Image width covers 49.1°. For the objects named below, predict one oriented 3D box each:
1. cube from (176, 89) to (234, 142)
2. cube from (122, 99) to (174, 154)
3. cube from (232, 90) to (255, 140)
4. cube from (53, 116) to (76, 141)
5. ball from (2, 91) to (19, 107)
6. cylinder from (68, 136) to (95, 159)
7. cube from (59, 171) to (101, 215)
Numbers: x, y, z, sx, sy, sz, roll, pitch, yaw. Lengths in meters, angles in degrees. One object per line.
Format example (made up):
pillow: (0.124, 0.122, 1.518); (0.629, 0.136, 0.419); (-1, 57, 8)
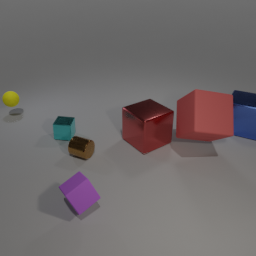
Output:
cube: (2.566, -0.372, 9.521); (1.400, 1.400, 1.400); (6, -12, -15)
cube: (0.728, -0.102, 10.631); (1.400, 1.400, 1.400); (-20, 36, -31)
cube: (4.775, -0.555, 11.382); (1.400, 1.400, 1.400); (15, 34, 24)
cube: (-2.516, 0.007, 11.103); (0.700, 0.700, 0.700); (5, 30, 3)
ball: (-5.166, -1.274, 12.361); (0.700, 0.700, 0.700); (0, 30, 0)
cylinder: (-1.652, 0.689, 9.967); (0.700, 0.700, 0.700); (14, 33, 21)
cube: (-1.284, 1.702, 7.405); (0.700, 0.700, 0.700); (-37, 24, -18)
